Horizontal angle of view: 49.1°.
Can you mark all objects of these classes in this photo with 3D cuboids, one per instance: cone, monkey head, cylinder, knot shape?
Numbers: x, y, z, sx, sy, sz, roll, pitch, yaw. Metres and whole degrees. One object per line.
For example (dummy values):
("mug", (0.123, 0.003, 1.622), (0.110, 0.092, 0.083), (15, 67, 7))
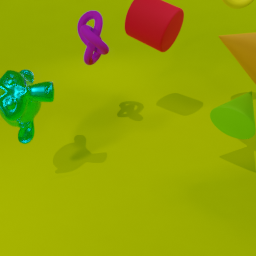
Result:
("cone", (2.636, -1.567, 5.764), (1.667, 1.660, 1.660), (24, 37, 2))
("monkey head", (-2.118, -0.600, 5.957), (1.277, 1.070, 1.775), (-5, 76, -1))
("cone", (2.522, -0.463, 6.200), (1.015, 1.015, 1.019), (25, 66, 32))
("cylinder", (0.712, -2.848, 7.605), (1.192, 1.192, 1.192), (32, 43, 17))
("knot shape", (-0.943, -2.303, 7.542), (0.651, 1.318, 1.409), (-11, 54, -12))

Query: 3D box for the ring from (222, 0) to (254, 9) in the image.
("ring", (2.922, -3.740, 7.297), (1.176, 1.176, 0.235), (-6, 21, -9))
